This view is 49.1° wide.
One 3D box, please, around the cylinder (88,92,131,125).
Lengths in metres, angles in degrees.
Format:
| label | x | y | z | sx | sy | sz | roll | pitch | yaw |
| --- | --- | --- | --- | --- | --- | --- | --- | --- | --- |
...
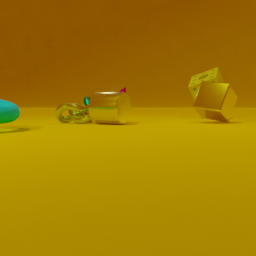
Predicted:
| label | x | y | z | sx | sy | sz | roll | pitch | yaw |
| --- | --- | --- | --- | --- | --- | --- | --- | --- | --- |
| cylinder | -0.537 | -0.598 | 8.440 | 0.964 | 0.964 | 0.964 | 2 | 5 | 27 |

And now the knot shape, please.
| label | x | y | z | sx | sy | sz | roll | pitch | yaw |
| --- | --- | --- | --- | --- | --- | --- | --- | --- | --- |
| knot shape | -1.537 | -0.487 | 9.108 | 1.302 | 0.643 | 1.392 | 3 | 6 | 38 |

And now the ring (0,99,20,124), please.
| label | x | y | z | sx | sy | sz | roll | pitch | yaw |
| --- | --- | --- | --- | --- | --- | --- | --- | --- | --- |
| ring | -3.375 | -0.440 | 6.131 | 1.901 | 0.380 | 1.901 | 10 | 9 | -2 |

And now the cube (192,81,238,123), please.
| label | x | y | z | sx | sy | sz | roll | pitch | yaw |
| --- | --- | --- | --- | --- | --- | --- | --- | --- | --- |
| cube | 2.854 | -0.855 | 9.160 | 0.962 | 0.962 | 0.962 | 15 | -12 | 40 |

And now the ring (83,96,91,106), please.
| label | x | y | z | sx | sy | sz | roll | pitch | yaw |
| --- | --- | --- | --- | --- | --- | --- | --- | --- | --- |
| ring | -1.337 | -0.855 | 11.809 | 1.289 | 0.258 | 1.289 | 37 | 18 | -14 |

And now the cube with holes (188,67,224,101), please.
| label | x | y | z | sx | sy | sz | roll | pitch | yaw |
| --- | --- | --- | --- | --- | --- | --- | --- | --- | --- |
| cube with holes | 3.568 | -1.740 | 12.462 | 1.225 | 1.225 | 1.225 | -17 | 23 | 29 |

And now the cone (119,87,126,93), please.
| label | x | y | z | sx | sy | sz | roll | pitch | yaw |
| --- | --- | --- | --- | --- | --- | --- | --- | --- | --- |
| cone | -0.303 | -0.915 | 9.285 | 1.058 | 1.062 | 1.058 | 22 | 29 | -13 |
